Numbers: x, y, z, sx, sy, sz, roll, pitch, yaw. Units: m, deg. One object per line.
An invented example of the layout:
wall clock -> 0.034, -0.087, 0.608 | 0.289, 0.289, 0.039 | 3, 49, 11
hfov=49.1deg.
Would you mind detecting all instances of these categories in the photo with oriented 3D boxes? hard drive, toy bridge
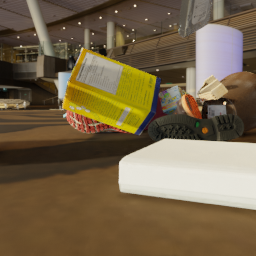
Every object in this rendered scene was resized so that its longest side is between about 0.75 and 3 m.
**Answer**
hard drive -> 1.411, 0.401, 2.689 | 2.547, 0.335, 1.680 | 2, 5, 22
toy bridge -> 2.018, -0.948, 6.945 | 0.615, 0.249, 1.830 | -37, 8, 18
hard drive -> 1.260, -2.256, 5.068 | 0.729, 1.044, 0.197 | -34, 56, -25

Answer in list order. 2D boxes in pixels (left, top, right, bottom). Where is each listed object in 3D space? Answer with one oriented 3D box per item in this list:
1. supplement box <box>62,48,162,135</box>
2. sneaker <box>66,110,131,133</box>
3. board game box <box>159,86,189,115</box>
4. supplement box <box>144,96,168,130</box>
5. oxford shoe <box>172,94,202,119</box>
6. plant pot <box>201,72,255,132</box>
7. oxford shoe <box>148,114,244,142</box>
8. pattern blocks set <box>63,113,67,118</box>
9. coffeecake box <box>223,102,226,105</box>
supplement box -> -0.401, -0.865, 7.010 | 2.125, 1.156, 1.164 | 20, -35, -10
sneaker -> -0.690, -0.221, 8.227 | 2.224, 0.865, 0.913 | 9, 0, -4
board game box -> 1.402, -0.678, 7.783 | 0.587, 0.577, 1.120 | -21, -19, 28
supplement box -> 0.542, -0.585, 9.882 | 1.447, 1.141, 2.211 | -2, 5, -22
oxford shoe -> 1.436, -0.204, 7.032 | 0.813, 0.795, 2.231 | -19, -20, 15
plant pot -> 2.766, -0.553, 7.562 | 1.761, 1.761, 1.884 | 4, 16, 39
oxford shoe -> 1.255, 0.109, 5.501 | 1.777, 0.646, 0.750 | 1, -12, -3
pattern blocks set -> -2.617, -1.364, 17.647 | 2.883, 0.234, 2.534 | -32, -13, 36
coffeecake box -> 5.412, -0.652, 11.528 | 2.115, 1.007, 2.755 | 0, 5, -5
